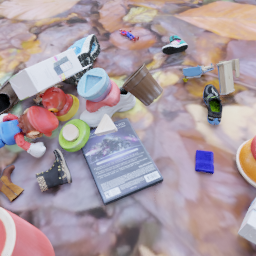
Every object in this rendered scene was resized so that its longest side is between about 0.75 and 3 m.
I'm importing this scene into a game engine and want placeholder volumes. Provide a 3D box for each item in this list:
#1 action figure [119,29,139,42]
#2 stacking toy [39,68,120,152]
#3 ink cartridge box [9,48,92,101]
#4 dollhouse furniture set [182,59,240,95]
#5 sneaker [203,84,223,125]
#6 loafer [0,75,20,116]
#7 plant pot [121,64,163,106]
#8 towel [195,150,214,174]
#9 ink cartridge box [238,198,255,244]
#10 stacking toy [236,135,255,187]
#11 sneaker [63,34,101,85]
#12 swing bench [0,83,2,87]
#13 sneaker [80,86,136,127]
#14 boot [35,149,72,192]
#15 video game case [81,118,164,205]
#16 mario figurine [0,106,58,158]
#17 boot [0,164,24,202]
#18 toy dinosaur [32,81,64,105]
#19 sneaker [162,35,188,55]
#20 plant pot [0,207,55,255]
[{"bbox_3d":[0.006,-4.546,13.563,1.167,0.302,0.382,35,61,28],"label":"action figure"},{"bbox_3d":[-1.639,-0.684,9.175,2.688,1.135,2.433,-23,54,18],"label":"stacking toy"},{"bbox_3d":[-2.563,-1.906,9.484,1.429,0.821,2.440,-9,23,47],"label":"ink cartridge box"},{"bbox_3d":[3.372,-2.031,11.420,1.803,1.176,1.702,3,18,43],"label":"dollhouse furniture set"},{"bbox_3d":[3.182,-0.968,10.294,0.648,0.758,1.829,4,51,2],"label":"sneaker"},{"bbox_3d":[-4.360,-1.108,10.241,0.816,0.840,2.300,-7,47,48],"label":"loafer"},{"bbox_3d":[0.503,-1.332,9.090,1.047,1.058,1.058,45,56,-11],"label":"plant pot"},{"bbox_3d":[2.468,1.062,8.989,0.589,0.198,0.798,8,51,6],"label":"towel"},{"bbox_3d":[3.598,2.462,7.442,0.804,0.808,1.101,29,57,22],"label":"ink cartridge box"},{"bbox_3d":[4.413,0.426,7.865,2.005,2.744,2.005,0,51,-1],"label":"stacking toy"},{"bbox_3d":[-2.153,-2.812,11.852,1.271,1.108,2.826,-2,46,26],"label":"sneaker"},{"bbox_3d":[-5.174,-1.274,10.504,0.679,1.046,1.041,-3,38,45],"label":"swing bench"},{"bbox_3d":[-0.749,-0.948,10.007,2.359,1.172,0.919,-34,58,-25],"label":"sneaker"},{"bbox_3d":[-2.360,1.296,8.640,0.977,0.475,1.298,-21,60,-17],"label":"boot"},{"bbox_3d":[-0.349,0.939,9.065,1.942,0.258,2.719,-19,52,-15],"label":"video game case"},{"bbox_3d":[-3.620,0.258,9.326,2.738,1.690,1.451,-19,9,-5],"label":"mario figurine"},{"bbox_3d":[-3.497,1.631,8.450,0.931,0.319,0.877,28,55,20],"label":"boot"},{"bbox_3d":[-3.209,-1.795,11.042,1.172,0.743,1.730,-13,43,5],"label":"toy dinosaur"},{"bbox_3d":[2.001,-3.833,12.769,1.312,0.549,0.792,-14,56,-21],"label":"sneaker"},{"bbox_3d":[-3.039,2.930,6.201,2.441,2.160,2.441,0,51,0],"label":"plant pot"}]
